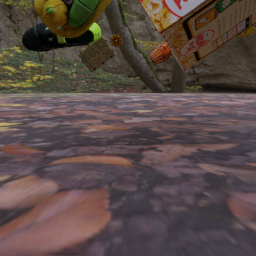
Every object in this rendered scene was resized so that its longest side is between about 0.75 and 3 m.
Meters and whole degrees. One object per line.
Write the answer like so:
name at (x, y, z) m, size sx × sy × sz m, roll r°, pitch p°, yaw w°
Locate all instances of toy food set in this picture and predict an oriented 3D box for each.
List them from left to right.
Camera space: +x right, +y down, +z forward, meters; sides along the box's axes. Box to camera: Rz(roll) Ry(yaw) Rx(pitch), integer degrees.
toy food set at (-1.116, -3.245, 6.052) m, size 1.557 × 2.646 × 0.864 m, roll 46°, pitch 17°, yaw 8°

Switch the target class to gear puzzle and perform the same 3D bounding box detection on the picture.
gear puzzle at (-0.902, -2.701, 9.665) m, size 1.708 × 0.885 × 0.224 m, roll -29°, pitch 21°, yaw 28°

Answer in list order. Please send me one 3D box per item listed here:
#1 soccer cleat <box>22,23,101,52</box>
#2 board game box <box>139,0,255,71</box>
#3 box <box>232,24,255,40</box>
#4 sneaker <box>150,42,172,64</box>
soccer cleat at (-2.061, -2.726, 8.311) m, size 2.501 × 0.844 × 1.014 m, roll -5°, pitch 26°, yaw 8°
board game box at (1.851, -2.250, 4.510) m, size 2.967 × 0.687 × 2.248 m, roll -32°, pitch -13°, yaw 15°
box at (2.665, -3.206, 7.137) m, size 2.219 × 1.354 × 2.138 m, roll -8°, pitch 28°, yaw 33°
sneaker at (1.348, -2.647, 8.968) m, size 1.516 × 0.588 × 0.849 m, roll -34°, pitch -2°, yaw 9°
